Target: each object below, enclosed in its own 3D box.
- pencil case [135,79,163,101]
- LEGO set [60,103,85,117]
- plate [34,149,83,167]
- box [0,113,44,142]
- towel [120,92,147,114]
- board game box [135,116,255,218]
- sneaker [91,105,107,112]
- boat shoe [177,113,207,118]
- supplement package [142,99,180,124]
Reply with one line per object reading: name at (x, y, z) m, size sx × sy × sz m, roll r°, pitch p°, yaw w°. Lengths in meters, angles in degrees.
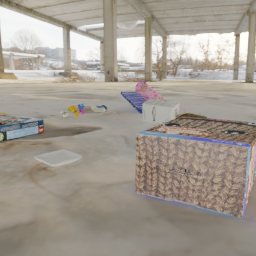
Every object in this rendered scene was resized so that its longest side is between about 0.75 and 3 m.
pencil case at (1.084, -1.752, 14.236) m, size 1.703 × 0.745 × 0.745 m, roll 35°, pitch -13°, yaw -38°
LEGO set at (-2.458, -0.765, 13.286) m, size 1.375 × 0.564 × 0.524 m, roll -19°, pitch -9°, yaw -46°
plate at (-1.683, 0.736, 6.771) m, size 0.868 × 0.140 × 0.866 m, roll 11°, pitch 17°, yaw 42°
box at (-4.529, -0.075, 9.724) m, size 2.694 × 0.508 × 1.840 m, roll 8°, pitch 14°, yaw 34°
towel at (0.648, -1.421, 14.862) m, size 1.431 × 0.236 × 1.976 m, roll -7°, pitch 41°, yaw -37°
board game box at (1.460, 0.524, 5.382) m, size 1.821 × 1.106 × 2.284 m, roll 7°, pitch 13°, yaw 29°
sneaker at (-1.499, -1.048, 14.827) m, size 0.836 × 0.321 × 0.465 m, roll 9°, pitch 20°, yaw 21°
boat shoe at (2.608, -0.343, 11.173) m, size 1.295 × 0.478 × 0.479 m, roll -2°, pitch 18°, yaw -9°
supplement package at (1.342, -0.661, 11.467) m, size 1.326 × 0.775 × 0.778 m, roll 11°, pitch 25°, yaw 30°
